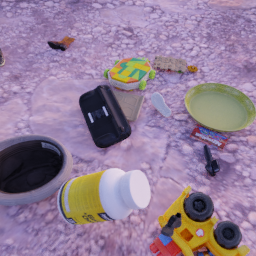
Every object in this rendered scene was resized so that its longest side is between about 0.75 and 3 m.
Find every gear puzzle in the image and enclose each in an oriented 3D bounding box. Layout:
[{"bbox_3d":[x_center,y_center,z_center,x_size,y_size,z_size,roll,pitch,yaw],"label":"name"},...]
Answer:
[{"bbox_3d":[2.177,-2.817,12.752,2.044,0.268,1.059,9,47,4],"label":"gear puzzle"}]

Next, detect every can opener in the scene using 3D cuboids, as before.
[{"bbox_3d":[2.720,1.069,9.258,0.484,0.390,1.231,-21,36,17],"label":"can opener"}]

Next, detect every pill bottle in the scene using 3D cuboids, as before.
[{"bbox_3d":[-0.635,1.784,7.357,2.309,1.294,1.294,-19,41,31],"label":"pill bottle"}]

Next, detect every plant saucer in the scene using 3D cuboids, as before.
[{"bbox_3d":[3.478,-0.757,10.753,2.690,0.418,2.690,2,47,-2],"label":"plant saucer"}]

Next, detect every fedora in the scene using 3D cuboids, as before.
[{"bbox_3d":[-2.997,1.395,8.371,2.707,1.222,2.394,-18,52,-20],"label":"fedora"}]

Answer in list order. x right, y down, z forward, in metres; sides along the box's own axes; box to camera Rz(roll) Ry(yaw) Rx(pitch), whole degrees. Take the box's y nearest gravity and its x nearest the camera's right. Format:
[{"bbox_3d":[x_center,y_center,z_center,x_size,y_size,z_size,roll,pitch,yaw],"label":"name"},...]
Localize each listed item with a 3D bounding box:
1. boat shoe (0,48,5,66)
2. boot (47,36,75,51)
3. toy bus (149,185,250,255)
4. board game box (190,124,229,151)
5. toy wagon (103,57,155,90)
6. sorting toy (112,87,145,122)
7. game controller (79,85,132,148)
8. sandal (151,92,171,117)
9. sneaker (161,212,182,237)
[{"bbox_3d":[-6.139,-3.417,13.087,0.547,0.484,1.493,-20,52,-17],"label":"boat shoe"},{"bbox_3d":[-3.333,-4.351,13.987,1.038,0.378,1.103,13,49,11],"label":"boot"},{"bbox_3d":[1.652,2.856,7.114,2.000,1.414,2.084,-38,60,-12],"label":"toy bus"},{"bbox_3d":[2.915,0.325,10.053,1.228,0.119,0.632,25,54,20],"label":"board game box"},{"bbox_3d":[0.210,-2.536,12.234,1.930,0.492,2.488,22,51,22],"label":"toy wagon"},{"bbox_3d":[-0.164,-1.090,11.226,1.577,0.283,2.117,9,48,12],"label":"sorting toy"},{"bbox_3d":[-0.912,-0.499,10.357,1.412,0.570,2.707,-29,55,4],"label":"game controller"},{"bbox_3d":[1.271,-0.867,11.011,0.485,0.293,1.191,-27,65,-3],"label":"sandal"},{"bbox_3d":[0.993,2.180,6.396,0.293,0.350,0.770,17,23,30],"label":"sneaker"}]
